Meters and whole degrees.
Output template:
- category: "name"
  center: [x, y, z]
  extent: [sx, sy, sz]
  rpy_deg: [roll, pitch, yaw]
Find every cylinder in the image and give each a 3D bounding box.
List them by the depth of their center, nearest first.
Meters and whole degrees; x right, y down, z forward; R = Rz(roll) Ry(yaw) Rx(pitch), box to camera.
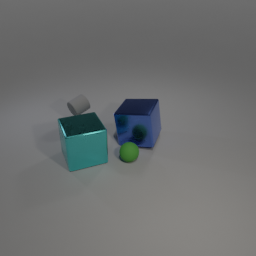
- category: "cylinder"
  center: [-2.030, -0.933, 11.550]
  extent: [0.700, 0.700, 0.700]
  rpy_deg: [-36, 45, -25]

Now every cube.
- category: "cube"
  center: [-1.592, 0.445, 9.892]
  extent: [1.400, 1.400, 1.400]
  rpy_deg: [-12, 33, -19]
- category: "cube"
  center: [0.420, -0.231, 10.860]
  extent: [1.400, 1.400, 1.400]
  rpy_deg: [2, 30, 20]

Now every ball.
- category: "ball"
  center: [0.044, 0.847, 9.913]
  extent: [0.700, 0.700, 0.700]
  rpy_deg: [0, 31, 0]
